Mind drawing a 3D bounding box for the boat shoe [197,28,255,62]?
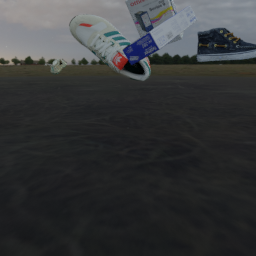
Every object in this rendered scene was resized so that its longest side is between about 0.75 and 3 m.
[{"bbox_3d":[3.065,-2.543,8.368,2.154,0.978,0.762,5,19,35],"label":"boat shoe"}]

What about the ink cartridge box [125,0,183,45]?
[{"bbox_3d":[1.034,-4.184,10.545,1.511,2.080,0.910,-12,33,25],"label":"ink cartridge box"}]

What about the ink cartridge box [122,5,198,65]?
[{"bbox_3d":[0.670,-1.859,5.560,0.777,0.365,1.652,-17,21,48],"label":"ink cartridge box"}]

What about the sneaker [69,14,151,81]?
[{"bbox_3d":[-0.406,-2.193,7.790,2.660,0.937,1.244,32,20,-21],"label":"sneaker"}]

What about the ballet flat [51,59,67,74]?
[{"bbox_3d":[-2.545,-2.344,10.304,0.422,0.390,1.251,-5,29,3],"label":"ballet flat"}]
